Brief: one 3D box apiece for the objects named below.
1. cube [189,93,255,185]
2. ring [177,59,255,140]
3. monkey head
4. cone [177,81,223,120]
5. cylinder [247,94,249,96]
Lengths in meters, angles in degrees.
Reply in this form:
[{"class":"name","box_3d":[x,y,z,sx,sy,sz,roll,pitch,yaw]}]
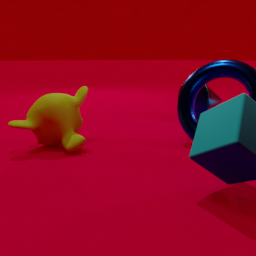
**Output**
[{"class":"cube","box_3d":[1.475,0.185,3.825,0.811,0.811,0.811,34,-32,-17]},{"class":"ring","box_3d":[1.908,-0.489,5.785,1.895,1.895,0.379,10,-2,34]},{"class":"monkey head","box_3d":[-1.412,-0.132,5.748,1.762,1.062,1.268,-30,35,-22]},{"class":"cone","box_3d":[2.385,-0.833,8.359,1.286,1.282,1.282,-2,14,-30]},{"class":"cylinder","box_3d":[3.253,-0.519,6.236,1.216,1.216,1.216,5,41,-4]}]
